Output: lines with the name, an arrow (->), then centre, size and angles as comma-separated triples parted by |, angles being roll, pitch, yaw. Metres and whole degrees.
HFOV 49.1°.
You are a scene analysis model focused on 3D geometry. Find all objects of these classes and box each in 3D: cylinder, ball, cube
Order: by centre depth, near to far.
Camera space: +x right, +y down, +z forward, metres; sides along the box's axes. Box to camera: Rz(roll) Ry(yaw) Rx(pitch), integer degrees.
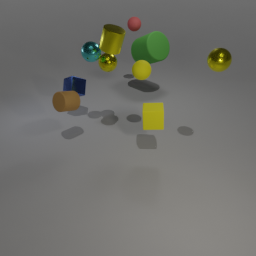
ball -> 2.693, -2.006, 8.258 | 0.700, 0.700, 0.700 | 0, 30, 0
cylinder -> -0.490, -2.741, 8.665 | 0.700, 0.700, 0.700 | 12, 37, -10
cube -> 0.854, -0.401, 9.505 | 0.700, 0.700, 0.700 | -1, 30, 5
ball -> -1.276, -2.638, 9.707 | 0.700, 0.700, 0.700 | 0, 30, 0
cylinder -> -2.148, -0.933, 9.777 | 0.700, 0.700, 0.700 | 22, 20, 32
ball -> 0.485, -2.073, 10.026 | 0.700, 0.700, 0.700 | 0, 30, 0
ball -> -0.740, -2.409, 10.282 | 0.700, 0.700, 0.700 | 0, 30, 0
cube -> -2.268, -1.739, 11.855 | 0.700, 0.700, 0.700 | 9, -8, -42
cylinder -> 1.088, -3.897, 13.825 | 1.400, 1.400, 1.400 | -20, 12, -31
ball -> 0.317, -5.242, 14.132 | 0.700, 0.700, 0.700 | 0, 30, 0
